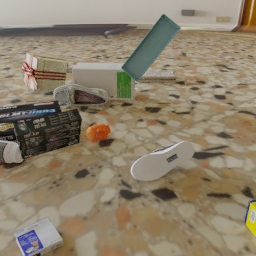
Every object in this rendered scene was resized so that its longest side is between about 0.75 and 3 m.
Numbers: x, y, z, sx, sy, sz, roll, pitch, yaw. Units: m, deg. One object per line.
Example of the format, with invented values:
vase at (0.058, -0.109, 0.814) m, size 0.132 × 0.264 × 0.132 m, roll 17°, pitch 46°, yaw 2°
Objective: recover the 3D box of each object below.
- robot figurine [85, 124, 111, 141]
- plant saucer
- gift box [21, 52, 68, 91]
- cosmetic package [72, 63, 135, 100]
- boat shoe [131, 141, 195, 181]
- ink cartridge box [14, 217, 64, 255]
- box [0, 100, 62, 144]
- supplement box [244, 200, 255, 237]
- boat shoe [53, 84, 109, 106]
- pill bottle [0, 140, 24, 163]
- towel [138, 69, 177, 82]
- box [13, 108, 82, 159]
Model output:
robot figurine at (-1.027, 0.139, 9.550) m, size 0.885 × 0.516 × 0.636 m, roll -17°, pitch 33°, yaw -31°
plant saucer at (0.931, -3.296, 11.682) m, size 0.978 × 2.799 × 0.265 m, roll 42°, pitch 16°, yaw 8°
gift box at (-4.183, -2.612, 13.889) m, size 1.797 × 1.924 × 1.775 m, roll -1°, pitch 18°, yaw -38°
cosmetic package at (-1.086, -2.222, 13.257) m, size 2.832 × 1.524 × 1.201 m, roll 0°, pitch 27°, yaw 5°
boat shoe at (0.913, 0.902, 7.887) m, size 1.975 × 0.708 × 0.669 m, roll -25°, pitch 1°, yaw -20°
ink cartridge box at (-1.809, 2.231, 5.652) m, size 0.758 × 0.180 × 0.767 m, roll -19°, pitch 30°, yaw -31°
box at (-3.674, -0.166, 10.056) m, size 2.658 × 0.660 × 2.638 m, roll -8°, pitch 28°, yaw -16°
supplement box at (2.953, 2.004, 5.586) m, size 0.619 × 0.623 × 1.138 m, roll -6°, pitch 26°, yaw -10°
boat shoe at (-2.075, -1.369, 12.264) m, size 2.444 × 0.901 × 0.784 m, roll 6°, pitch 21°, yaw -3°
pill bottle at (-3.662, 0.691, 8.279) m, size 1.116 × 0.636 × 0.636 m, roll 7°, pitch 27°, yaw 13°
towel at (1.554, -3.040, 16.201) m, size 2.407 × 0.415 × 1.595 m, roll 0°, pitch 25°, yaw 0°
box at (-1.939, 0.163, 6.922) m, size 1.530 × 1.226 × 0.333 m, roll -16°, pitch 63°, yaw -21°
